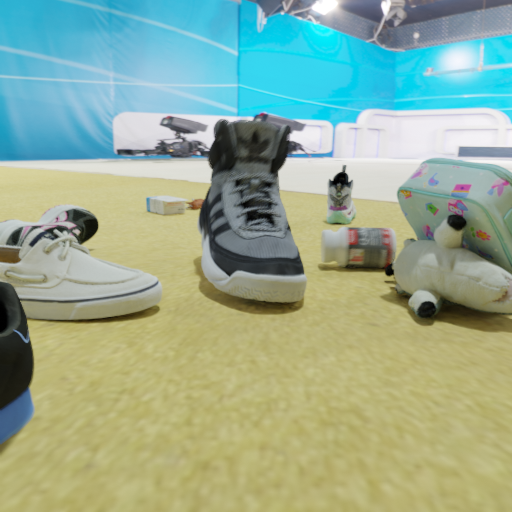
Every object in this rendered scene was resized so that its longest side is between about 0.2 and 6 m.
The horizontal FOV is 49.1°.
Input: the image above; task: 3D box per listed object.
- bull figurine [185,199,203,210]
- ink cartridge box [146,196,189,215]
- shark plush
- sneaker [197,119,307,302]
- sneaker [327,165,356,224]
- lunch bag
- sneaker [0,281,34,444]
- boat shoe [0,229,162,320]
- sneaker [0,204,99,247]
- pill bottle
[{"bbox_3d":[-1.714,-1.508,16.196,0.535,0.287,0.881,4,12,25],"label":"bull figurine"},{"bbox_3d":[-2.414,-1.373,15.274,0.694,0.406,1.197,-10,16,-38],"label":"ink cartridge box"},{"bbox_3d":[2.388,0.394,7.391,1.139,1.243,2.735,18,-11,-9],"label":"shark plush"},{"bbox_3d":[-0.085,-0.851,8.103,1.378,2.077,3.650,3,22,-15],"label":"sneaker"},{"bbox_3d":[2.163,-1.597,14.034,0.765,1.376,1.967,2,13,7],"label":"sneaker"},{"bbox_3d":[2.866,-0.324,7.216,0.769,1.995,1.600,-49,32,-14],"label":"lunch bag"},{"bbox_3d":[-2.137,0.941,3.184,0.975,1.083,2.780,1,12,1],"label":"sneaker"},{"bbox_3d":[-2.569,0.167,6.914,2.834,0.989,1.005,2,13,10],"label":"boat shoe"},{"bbox_3d":[-3.341,-0.210,9.488,0.978,0.910,2.266,19,24,16],"label":"sneaker"},{"bbox_3d":[1.637,-0.138,9.053,1.126,0.652,0.652,1,12,2],"label":"pill bottle"}]
